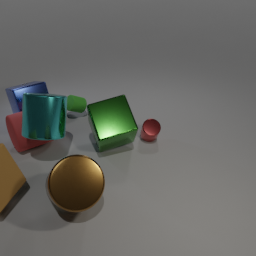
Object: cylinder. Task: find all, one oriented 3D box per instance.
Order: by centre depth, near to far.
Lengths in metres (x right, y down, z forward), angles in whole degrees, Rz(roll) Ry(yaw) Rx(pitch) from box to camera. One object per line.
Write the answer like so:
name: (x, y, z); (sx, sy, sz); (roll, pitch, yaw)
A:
cylinder: (-1.448, 1.491, 7.489); (1.400, 1.400, 1.400); (-13, -8, -21)
cylinder: (-2.749, -0.411, 9.246); (1.400, 1.400, 1.400); (5, 8, -1)
cylinder: (-3.632, 0.021, 10.481); (1.400, 1.400, 1.400); (-21, 36, -31)
cylinder: (0.863, 0.094, 10.792); (0.700, 0.700, 0.700); (2, 66, -4)
cylinder: (-2.302, -1.056, 12.356); (0.700, 0.700, 0.700); (9, 17, -46)

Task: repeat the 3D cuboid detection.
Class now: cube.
cube: (-4.003, 1.422, 7.684); (1.400, 1.400, 1.400); (-7, 30, 24)
cube: (-0.584, -0.135, 10.062); (1.400, 1.400, 1.400); (-17, 71, -11)
cube: (-4.279, -1.185, 12.179); (1.400, 1.400, 1.400); (-22, 21, -30)
